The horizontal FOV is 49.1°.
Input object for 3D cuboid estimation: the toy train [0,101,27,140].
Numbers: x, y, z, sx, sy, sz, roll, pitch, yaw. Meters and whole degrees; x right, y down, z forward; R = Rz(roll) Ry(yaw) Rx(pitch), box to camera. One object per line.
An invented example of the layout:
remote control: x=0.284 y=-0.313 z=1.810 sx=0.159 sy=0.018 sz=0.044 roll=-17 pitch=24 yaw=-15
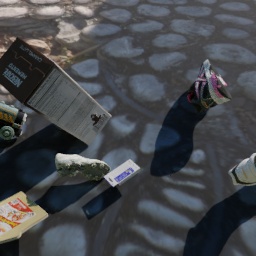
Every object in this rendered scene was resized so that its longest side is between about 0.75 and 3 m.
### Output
toy train: x=-3.500 y=-0.308 z=7.379 sx=1.575 sy=0.897 sz=0.671 roll=24 pitch=2 yaw=-23

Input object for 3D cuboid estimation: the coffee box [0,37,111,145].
coffee box: x=-1.730 y=-0.763 z=6.835 sx=1.521 sy=2.659 sz=1.060 roll=35 pitch=85 yaw=31

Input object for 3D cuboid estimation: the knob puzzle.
knob puzzle: x=-2.504 y=1.911 z=5.606 sx=1.543 sy=0.214 sz=1.543 roll=-5 pitch=23 yaw=2

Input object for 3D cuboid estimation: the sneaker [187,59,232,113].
sneaker: x=2.248 y=-1.248 z=8.392 sx=1.101 sy=1.024 sz=2.550 roll=-34 pitch=11 yaw=24

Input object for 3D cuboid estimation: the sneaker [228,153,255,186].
sneaker: x=2.940 y=0.916 z=6.359 sx=1.911 sy=0.765 sz=0.705 roll=7 pitch=58 yaw=-44

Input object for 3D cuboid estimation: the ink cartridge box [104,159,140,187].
ink cartridge box: x=-0.137 y=1.057 z=6.448 sx=0.798 sy=0.148 sz=0.378 roll=-29 pitch=47 yaw=-27

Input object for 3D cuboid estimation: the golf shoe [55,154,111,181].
golf shoe: x=-1.047 y=0.829 z=6.557 sx=1.373 sy=0.538 sz=0.667 roll=17 pitch=20 yaw=-38
